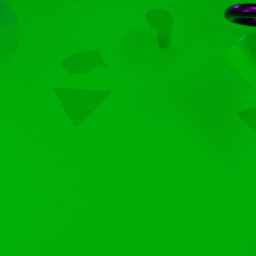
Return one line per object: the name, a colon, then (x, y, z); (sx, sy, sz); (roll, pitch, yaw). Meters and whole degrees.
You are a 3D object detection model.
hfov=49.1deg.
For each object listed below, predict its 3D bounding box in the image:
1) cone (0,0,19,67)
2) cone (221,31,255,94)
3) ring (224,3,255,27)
cone: (-3.132, -1.957, 5.305); (1.480, 1.474, 1.474); (25, 61, 34)
cone: (2.581, -0.817, 4.979); (1.465, 1.465, 1.471); (-11, 79, -6)
ring: (3.238, -2.820, 7.070); (1.576, 1.576, 0.315); (11, 104, 7)
